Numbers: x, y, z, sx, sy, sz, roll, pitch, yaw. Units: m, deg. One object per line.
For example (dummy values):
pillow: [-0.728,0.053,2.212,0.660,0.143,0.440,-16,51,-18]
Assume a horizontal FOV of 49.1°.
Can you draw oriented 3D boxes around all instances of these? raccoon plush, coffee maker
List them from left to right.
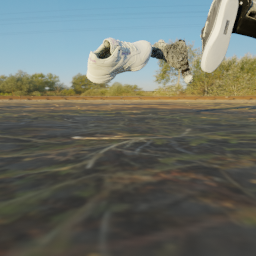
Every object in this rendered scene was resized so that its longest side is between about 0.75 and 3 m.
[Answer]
raccoon plush: [1.725,-2.831,11.675,1.513,2.258,1.092,-9,-36,0]
coffee maker: [3.270,-2.666,7.275,1.356,0.913,1.303,12,-28,-15]

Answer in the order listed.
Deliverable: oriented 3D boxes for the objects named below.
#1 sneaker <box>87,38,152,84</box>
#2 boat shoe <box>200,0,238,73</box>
sneaker: [-0.192,-2.706,10.301,2.933,1.461,1.098,-32,60,-26]
boat shoe: [2.064,-2.272,6.792,0.650,1.811,0.614,2,18,-36]
